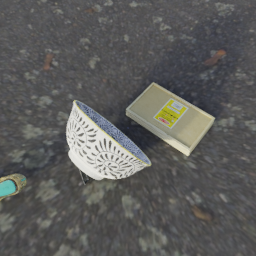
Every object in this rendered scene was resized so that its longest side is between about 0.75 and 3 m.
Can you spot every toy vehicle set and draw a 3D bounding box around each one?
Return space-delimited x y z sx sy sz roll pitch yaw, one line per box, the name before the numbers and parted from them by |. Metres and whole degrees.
toy vehicle set | 1.308 -0.363 8.813 2.393 0.317 1.487 35 63 21

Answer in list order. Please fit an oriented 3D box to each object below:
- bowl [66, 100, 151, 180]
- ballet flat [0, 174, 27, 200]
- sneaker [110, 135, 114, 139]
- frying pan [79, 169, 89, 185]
bowl | -0.750 0.534 7.339 2.577 2.577 1.209 43 94 24
ballet flat | -3.361 1.585 7.315 1.761 0.622 0.622 -19 54 22
sneaker | -0.529 0.699 7.869 0.617 0.434 1.162 44 33 -13
frying pan | -1.296 1.058 7.831 0.221 0.822 1.358 -16 17 -8
